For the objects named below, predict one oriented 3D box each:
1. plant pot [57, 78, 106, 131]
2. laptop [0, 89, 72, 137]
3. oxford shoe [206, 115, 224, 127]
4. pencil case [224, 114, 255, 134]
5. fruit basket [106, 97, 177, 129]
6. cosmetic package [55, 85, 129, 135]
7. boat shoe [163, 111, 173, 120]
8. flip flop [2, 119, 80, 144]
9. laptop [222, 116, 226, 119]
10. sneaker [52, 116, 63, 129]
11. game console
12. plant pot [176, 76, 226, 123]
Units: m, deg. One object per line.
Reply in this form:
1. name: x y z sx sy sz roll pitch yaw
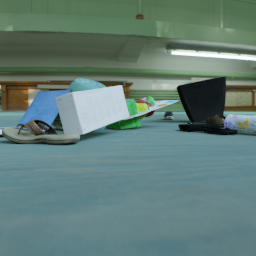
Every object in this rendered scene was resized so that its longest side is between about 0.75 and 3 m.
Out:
1. plant pot: -1.484 -0.922 10.016 1.800 1.444 1.800 15 19 -5
2. laptop: -3.520 -0.567 9.239 2.473 1.433 2.315 -5 6 -45
3. oxford shoe: 3.707 -0.284 11.525 0.440 0.511 1.210 -1 6 -37
4. pencil case: 3.741 -0.109 8.650 0.667 0.611 1.471 0 3 -41
5. fruit basket: 0.296 -0.806 11.171 2.560 1.200 2.371 -27 17 -26
6. cosmetic package: -0.884 -0.544 7.880 0.648 1.057 2.561 -13 5 28
7. boat shoe: 2.578 -0.802 17.879 0.630 0.525 1.688 2 6 8
8. flip flop: -2.044 0.076 6.620 1.901 0.547 0.771 3 7 16
9. laptop: 5.098 -0.388 15.551 1.190 0.614 1.054 25 4 -4
10. sneaker: -2.120 -0.248 10.019 1.746 0.659 1.004 3 3 9
11. game console: 2.731 0.018 9.294 1.237 0.253 2.098 -2 6 -26
12. plant pot: 3.924 -1.438 14.826 2.313 2.052 2.308 -10 4 7
